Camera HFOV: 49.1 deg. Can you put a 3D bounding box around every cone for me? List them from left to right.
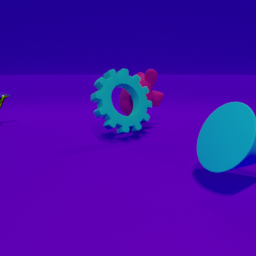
[{"bbox_3d":[1.449,0.247,3.377,0.859,0.856,0.856,23,2,-24],"label":"cone"}]

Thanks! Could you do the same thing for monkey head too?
[{"bbox_3d":[0.372,-0.725,6.790,1.152,1.601,0.965,19,26,-15],"label":"monkey head"}]

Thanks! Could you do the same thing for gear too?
[{"bbox_3d":[-0.107,-0.543,5.704,1.299,1.299,0.240,-8,-5,-34],"label":"gear"}]

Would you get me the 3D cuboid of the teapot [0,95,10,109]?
[{"bbox_3d":[-3.866,-0.557,7.007,1.183,0.932,1.902,29,22,29],"label":"teapot"}]
